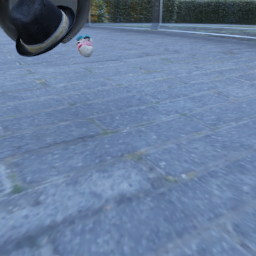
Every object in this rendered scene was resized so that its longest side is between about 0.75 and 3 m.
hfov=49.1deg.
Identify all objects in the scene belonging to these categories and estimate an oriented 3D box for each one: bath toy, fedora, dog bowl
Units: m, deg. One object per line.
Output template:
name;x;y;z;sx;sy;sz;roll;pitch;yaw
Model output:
bath toy;-1.009;-1.871;6.369;0.331;0.390;0.896;27;25;-28
fedora;-2.379;-2.848;7.283;2.101;0.960;2.101;-13;52;17
dog bowl;-2.675;-3.929;8.750;2.935;2.935;0.861;-15;55;-29
